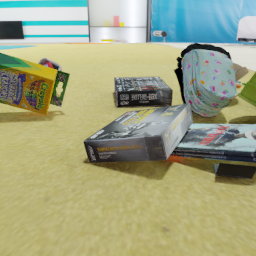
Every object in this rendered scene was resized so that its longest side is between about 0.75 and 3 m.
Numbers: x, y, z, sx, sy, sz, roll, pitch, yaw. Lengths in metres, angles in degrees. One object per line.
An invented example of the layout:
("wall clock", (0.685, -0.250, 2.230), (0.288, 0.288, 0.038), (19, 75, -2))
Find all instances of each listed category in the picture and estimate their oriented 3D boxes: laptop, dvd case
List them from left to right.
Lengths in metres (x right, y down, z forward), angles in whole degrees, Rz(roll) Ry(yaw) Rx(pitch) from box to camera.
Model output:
("dvd case", (2.020, 0.272, 6.731), (2.594, 0.285, 1.893), (3, 19, 36))
("laptop", (2.200, 0.775, 5.792), (0.723, 0.448, 0.772), (4, 21, 10))

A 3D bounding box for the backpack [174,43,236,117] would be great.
("backpack", (2.625, -1.600, 9.319), (1.978, 1.500, 2.370), (8, 64, -5))

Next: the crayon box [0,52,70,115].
("crayon box", (-3.313, -1.369, 9.093), (2.507, 1.576, 0.647), (15, 43, -14))

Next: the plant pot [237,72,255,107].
("plant pot", (4.850, -1.478, 7.835), (2.537, 2.443, 2.537), (20, 20, -8))

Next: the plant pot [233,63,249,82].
("plant pot", (3.674, -2.036, 11.137), (1.950, 0.900, 1.950), (-34, 2, 1))

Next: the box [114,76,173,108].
("box", (0.521, -1.567, 11.618), (2.116, 0.668, 2.684), (-2, 21, -5))

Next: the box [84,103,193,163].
("box", (0.367, 0.073, 6.831), (1.903, 0.581, 2.403), (-6, 16, 29))

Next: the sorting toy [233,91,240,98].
("sorting toy", (4.253, -1.563, 12.274), (1.101, 0.217, 1.189), (19, 29, 41))

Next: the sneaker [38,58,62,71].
("sneaker", (-3.906, -2.059, 11.392), (2.594, 0.924, 1.459), (-29, 1, -38))

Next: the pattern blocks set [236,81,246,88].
("pattern blocks set", (5.047, -2.190, 14.050), (1.764, 0.143, 1.550), (-2, 21, -6))
